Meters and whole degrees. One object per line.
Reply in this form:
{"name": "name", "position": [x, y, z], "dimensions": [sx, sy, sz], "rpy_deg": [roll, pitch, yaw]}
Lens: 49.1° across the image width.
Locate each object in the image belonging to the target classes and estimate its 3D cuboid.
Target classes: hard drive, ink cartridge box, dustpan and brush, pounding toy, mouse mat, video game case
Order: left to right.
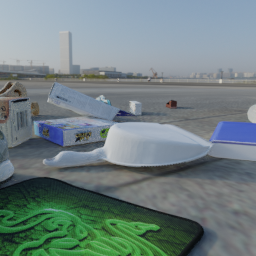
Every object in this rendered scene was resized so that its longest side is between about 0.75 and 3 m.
{"name": "pounding toy", "position": [-4.706, -1.121, 11.293], "dimensions": [1.465, 1.461, 2.554], "rpy_deg": [8, 13, 38]}
{"name": "mouse mat", "position": [-0.925, 1.051, 2.814], "dimensions": [2.798, 0.105, 2.251], "rpy_deg": [8, 12, 34]}
{"name": "video game case", "position": [-1.389, 0.037, 7.598], "dimensions": [1.706, 0.428, 1.882], "rpy_deg": [-6, 11, -37]}
{"name": "ink cartridge box", "position": [-1.307, -0.637, 9.221], "dimensions": [2.635, 0.535, 2.630], "rpy_deg": [21, -4, -16]}
{"name": "dustpan and brush", "position": [-0.120, 0.376, 5.272], "dimensions": [2.802, 0.802, 1.956], "rpy_deg": [4, 11, -18]}
{"name": "hard drive", "position": [3.005, 0.241, 6.631], "dimensions": [1.860, 0.358, 2.820], "rpy_deg": [4, 11, 21]}

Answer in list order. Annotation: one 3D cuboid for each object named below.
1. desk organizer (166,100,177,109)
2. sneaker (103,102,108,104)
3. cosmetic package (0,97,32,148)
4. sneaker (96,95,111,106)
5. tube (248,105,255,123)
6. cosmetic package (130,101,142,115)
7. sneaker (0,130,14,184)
{"name": "desk organizer", "position": [2.412, -1.335, 15.611], "dimensions": [0.372, 0.400, 1.038], "rpy_deg": [-1, 10, -7]}
{"name": "sneaker", "position": [-1.382, -0.663, 11.239], "dimensions": [0.760, 0.636, 1.718], "rpy_deg": [-10, 2, -36]}
{"name": "cosmetic package", "position": [-3.886, -0.200, 6.905], "dimensions": [2.611, 1.139, 1.350], "rpy_deg": [0, 10, 0]}
{"name": "sneaker", "position": [-1.445, -1.094, 13.186], "dimensions": [0.883, 0.794, 2.046], "rpy_deg": [-7, 11, -19]}
{"name": "tube", "position": [5.541, -0.491, 10.425], "dimensions": [2.631, 0.663, 1.019], "rpy_deg": [-1, 23, -33]}
{"name": "cosmetic package", "position": [0.337, -0.944, 13.028], "dimensions": [0.325, 0.530, 1.285], "rpy_deg": [-4, 10, -10]}
{"name": "sneaker", "position": [-2.079, 0.474, 3.632], "dimensions": [0.809, 0.868, 2.190], "rpy_deg": [-2, 7, -11]}
